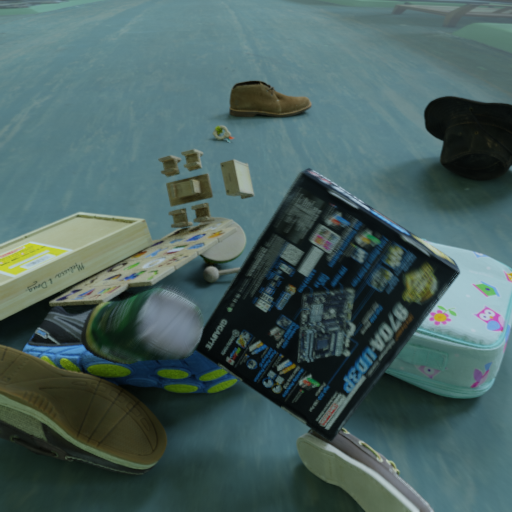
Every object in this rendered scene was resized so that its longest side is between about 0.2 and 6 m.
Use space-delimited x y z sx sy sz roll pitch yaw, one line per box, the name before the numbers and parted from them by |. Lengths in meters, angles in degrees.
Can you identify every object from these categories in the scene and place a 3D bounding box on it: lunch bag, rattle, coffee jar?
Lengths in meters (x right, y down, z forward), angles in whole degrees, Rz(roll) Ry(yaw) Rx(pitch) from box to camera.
lunch bag | 2.248 0.795 8.726 3.164 1.220 2.538 15 38 22
rattle | -0.922 -3.544 16.666 0.695 0.496 0.452 26 70 11
coffee jar | -1.347 0.835 6.368 1.555 0.811 0.663 -16 52 47

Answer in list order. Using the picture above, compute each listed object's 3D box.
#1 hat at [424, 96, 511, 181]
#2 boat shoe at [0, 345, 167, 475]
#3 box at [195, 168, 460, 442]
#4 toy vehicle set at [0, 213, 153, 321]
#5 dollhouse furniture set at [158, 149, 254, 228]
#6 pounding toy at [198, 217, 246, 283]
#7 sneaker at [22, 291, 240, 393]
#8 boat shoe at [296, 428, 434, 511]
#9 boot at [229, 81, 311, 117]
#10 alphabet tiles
hat | 5.480 -2.634 13.926 3.147 3.147 1.270 22 82 31
boat shoe | -2.502 2.030 7.075 2.844 0.922 1.041 25 28 6
box | 0.729 0.578 6.478 2.013 2.532 0.583 33 16 4
toy vehicle set | -4.015 0.201 9.698 2.366 0.505 3.807 9 30 44
dollhouse furniture set | -0.925 -1.310 10.630 1.499 1.314 0.996 -11 0 15
pounding toy | -0.687 -0.046 10.765 1.023 0.615 1.325 -11 59 -14
sneaker | -1.518 1.136 7.994 3.512 1.245 1.455 0 49 5
boat shoe | 1.290 2.509 6.438 0.560 0.675 1.880 -22 26 -34
boot | 0.493 -5.182 18.414 2.750 1.038 1.012 -3 30 -6
alphabet tiles | -1.822 0.078 9.350 2.530 0.096 3.040 -7 20 41
